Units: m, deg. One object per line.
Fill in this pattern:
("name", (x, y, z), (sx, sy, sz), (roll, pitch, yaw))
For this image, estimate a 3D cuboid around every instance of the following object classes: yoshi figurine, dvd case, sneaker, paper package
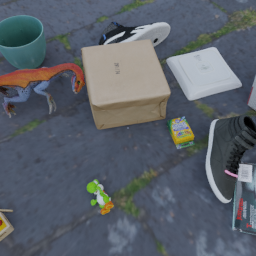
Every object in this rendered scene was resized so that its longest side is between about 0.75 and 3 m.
("yoshi figurine", (-0.818, 1.817, 7.550), (0.539, 0.537, 0.959), (-29, 57, -9))
("dvd case", (4.217, 1.968, 7.328), (2.706, 0.298, 1.975), (7, 57, 14))
("sneaker", (2.916, 0.697, 7.649), (0.907, 1.273, 2.566), (26, 58, -26))
("paper package", (-0.125, -1.498, 9.188), (2.473, 1.342, 2.595), (-10, 57, -6))
("sneaker", (0.149, -3.724, 10.826), (2.755, 1.007, 1.541), (-29, 62, -16))

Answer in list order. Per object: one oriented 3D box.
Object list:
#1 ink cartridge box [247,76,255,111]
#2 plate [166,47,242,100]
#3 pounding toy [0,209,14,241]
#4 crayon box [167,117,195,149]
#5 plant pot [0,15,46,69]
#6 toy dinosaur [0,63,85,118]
("ink cartridge box", (5.072, -1.566, 9.061), (2.163, 1.576, 0.896), (-31, 53, -19))
("plate", (2.749, -2.113, 10.189), (2.127, 0.344, 2.131), (-16, 58, -9))
("pounding toy", (-3.367, 2.362, 7.248), (0.776, 0.404, 0.883), (-39, 65, -22))
("crayon box", (1.665, 0.136, 8.786), (0.599, 0.246, 0.953), (-14, 59, -9))
("plant pot", (-3.751, -2.942, 10.107), (1.714, 1.375, 1.714), (0, 57, 0))
("toy dinosaur", (-2.843, -1.354, 8.690), (2.708, 2.985, 1.567), (-25, 72, 21))
